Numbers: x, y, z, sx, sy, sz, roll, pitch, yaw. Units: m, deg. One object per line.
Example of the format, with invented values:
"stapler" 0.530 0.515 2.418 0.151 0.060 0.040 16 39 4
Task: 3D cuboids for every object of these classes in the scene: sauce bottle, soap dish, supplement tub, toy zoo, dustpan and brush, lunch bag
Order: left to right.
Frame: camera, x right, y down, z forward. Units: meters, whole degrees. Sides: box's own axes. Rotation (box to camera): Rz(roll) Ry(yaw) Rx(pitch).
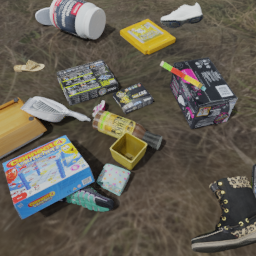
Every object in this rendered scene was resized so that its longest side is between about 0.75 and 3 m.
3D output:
"soap dish" -4.877 -0.031 11.246 2.500 1.016 1.967 -32 58 -22
"dustpan and brush" -2.903 -0.698 11.799 2.686 0.769 1.875 29 15 -15
"supplement tub" -2.787 -6.133 15.560 2.664 1.869 1.869 25 56 19
"lunch bag" -0.538 1.809 10.049 0.996 0.607 0.849 22 55 10
"sauce bottle" -0.024 0.093 11.221 2.821 0.913 0.913 19 54 15
"toy zoo" 1.670 -1.535 8.347 1.472 0.151 0.966 32 14 8

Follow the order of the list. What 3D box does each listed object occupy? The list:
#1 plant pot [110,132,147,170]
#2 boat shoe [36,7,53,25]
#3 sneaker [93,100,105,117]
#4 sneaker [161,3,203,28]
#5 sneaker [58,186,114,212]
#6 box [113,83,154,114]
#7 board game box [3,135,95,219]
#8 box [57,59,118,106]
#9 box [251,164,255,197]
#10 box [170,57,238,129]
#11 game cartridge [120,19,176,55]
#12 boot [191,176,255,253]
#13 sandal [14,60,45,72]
"plant pot" 0.021 0.967 10.443 1.005 1.028 0.999 31 58 21
"boat shoe" -4.172 -6.975 16.860 2.860 1.000 0.947 -21 46 -16
"sneaker" -1.279 -0.843 12.287 0.441 0.406 0.999 12 52 7
"sneaker" 2.012 -4.253 10.608 1.575 0.587 0.686 -7 79 9
"sneaker" -1.514 2.125 9.667 2.309 0.859 1.011 12 47 10
"box" 0.221 -1.360 12.727 1.483 0.364 1.195 -23 58 -17
"board game box" -2.804 1.525 9.661 2.516 0.703 2.463 -26 34 -20
"box" -1.940 -2.207 13.292 2.424 0.537 1.942 -20 55 -15
"box" 4.862 2.165 9.331 1.410 0.390 1.760 6 74 19
"box" 3.139 -1.538 12.118 1.780 1.546 2.695 -11 54 -11
"game cartridge" 1.096 -5.159 15.746 2.136 0.393 2.423 -31 56 -22
"boot" 3.077 2.718 8.904 2.685 0.982 2.021 -12 58 -2
"sandal" -5.008 -3.173 14.087 1.508 0.496 0.553 -7 52 -5
